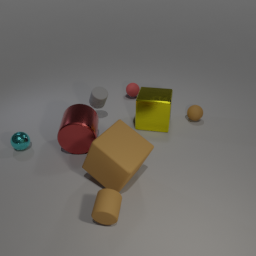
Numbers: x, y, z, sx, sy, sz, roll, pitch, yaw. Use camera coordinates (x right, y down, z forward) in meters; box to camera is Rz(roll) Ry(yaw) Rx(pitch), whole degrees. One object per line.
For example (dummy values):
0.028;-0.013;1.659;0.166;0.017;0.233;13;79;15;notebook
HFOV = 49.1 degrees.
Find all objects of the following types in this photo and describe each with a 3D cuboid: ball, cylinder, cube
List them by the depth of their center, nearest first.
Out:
-0.556;2.095;7.466;0.700;0.700;0.700;5;44;8;cylinder
-0.321;0.889;8.591;1.400;1.400;1.400;38;46;10;cube
-1.833;0.021;10.497;1.400;1.400;1.400;-1;34;-2;cylinder
-4.037;0.483;10.510;0.700;0.700;0.700;0;32;0;ball
1.111;-0.805;11.898;1.400;1.400;1.400;6;32;9;cube
-1.258;-1.294;11.927;0.700;0.700;0.700;9;56;-14;cylinder
2.951;-0.669;12.315;0.700;0.700;0.700;0;32;0;ball
0.242;-1.950;14.241;0.700;0.700;0.700;0;32;0;ball
